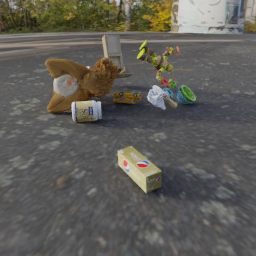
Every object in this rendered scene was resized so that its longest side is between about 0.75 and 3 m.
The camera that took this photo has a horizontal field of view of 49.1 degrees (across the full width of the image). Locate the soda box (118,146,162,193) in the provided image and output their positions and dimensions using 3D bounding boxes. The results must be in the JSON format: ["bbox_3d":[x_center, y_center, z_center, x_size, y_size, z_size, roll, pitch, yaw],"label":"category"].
[{"bbox_3d":[0.231,0.877,6.141,0.396,0.419,1.236,-16,30,-24],"label":"soda box"}]

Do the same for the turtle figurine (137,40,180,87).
[{"bbox_3d":[1.189,-2.654,10.821,1.628,2.019,0.650,29,-23,-19],"label":"turtle figurine"}]

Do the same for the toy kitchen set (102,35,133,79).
[{"bbox_3d":[-0.591,-3.185,13.090,1.448,1.601,1.774,-6,-6,-24],"label":"toy kitchen set"}]

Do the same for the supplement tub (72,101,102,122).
[{"bbox_3d":[-1.356,-0.555,9.290,0.935,0.680,0.680,-4,24,-6],"label":"supplement tub"}]

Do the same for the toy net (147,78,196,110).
[{"bbox_3d":[1.514,-1.392,10.359,2.678,0.517,1.405,-12,68,-53],"label":"toy net"}]

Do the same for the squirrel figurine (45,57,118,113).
[{"bbox_3d":[-1.627,-1.737,10.877,2.672,1.891,2.494,-6,8,10],"label":"squirrel figurine"}]

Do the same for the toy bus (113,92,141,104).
[{"bbox_3d":[-0.032,-1.194,11.068,1.074,0.420,0.349,7,9,17],"label":"toy bus"}]
